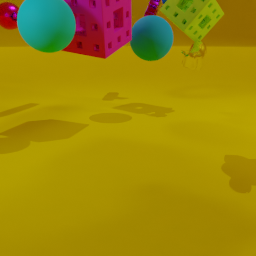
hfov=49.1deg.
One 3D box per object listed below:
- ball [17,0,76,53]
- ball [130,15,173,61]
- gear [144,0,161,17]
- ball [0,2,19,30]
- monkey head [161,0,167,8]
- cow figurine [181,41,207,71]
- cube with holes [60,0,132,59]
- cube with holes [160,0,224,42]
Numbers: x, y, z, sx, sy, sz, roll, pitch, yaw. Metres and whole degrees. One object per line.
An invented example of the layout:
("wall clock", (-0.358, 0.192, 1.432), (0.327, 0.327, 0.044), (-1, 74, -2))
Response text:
("ball", (-1.593, -2.050, 5.518), (1.102, 1.102, 1.102), (0, 18, 0))
("ball", (0.659, -2.523, 7.924), (1.233, 1.233, 1.233), (0, 18, 0))
("gear", (0.834, -4.246, 10.908), (0.332, 1.796, 1.796), (21, 19, 0))
("ball", (-3.975, -3.731, 9.338), (0.870, 0.870, 0.870), (0, 18, 0))
("monkey head", (1.615, -4.768, 10.278), (0.722, 1.004, 0.605), (-3, 36, -42))
("cow figurine", (2.096, -2.310, 8.793), (0.670, 1.221, 1.202), (20, -15, 20))
("cube with holes", (-0.818, -2.616, 6.582), (1.357, 1.357, 1.357), (16, 40, 21))
("cube with holes", (2.022, -3.663, 8.838), (1.197, 1.197, 1.197), (52, 23, 26))
